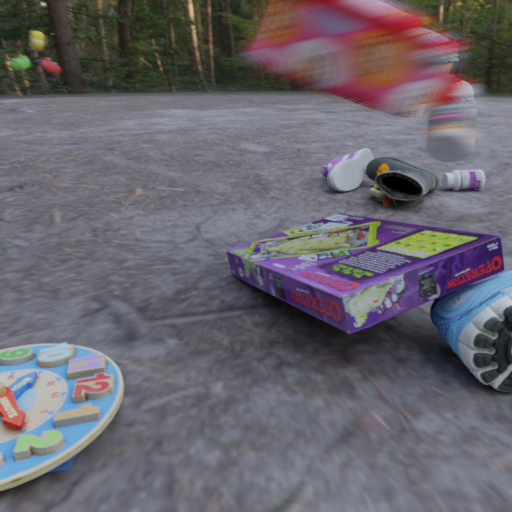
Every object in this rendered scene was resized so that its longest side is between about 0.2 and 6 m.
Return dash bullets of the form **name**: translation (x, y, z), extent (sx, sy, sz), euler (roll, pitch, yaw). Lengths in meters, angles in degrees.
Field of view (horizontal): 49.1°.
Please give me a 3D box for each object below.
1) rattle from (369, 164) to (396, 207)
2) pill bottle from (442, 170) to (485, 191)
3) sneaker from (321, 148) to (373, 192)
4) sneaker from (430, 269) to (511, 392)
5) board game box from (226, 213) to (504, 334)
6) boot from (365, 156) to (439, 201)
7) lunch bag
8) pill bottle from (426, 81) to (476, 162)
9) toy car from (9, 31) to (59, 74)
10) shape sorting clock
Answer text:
- **rattle**: translation (3.020, -1.599, 12.801), extent (0.721, 0.791, 1.107), euler (28, 15, 4)
- **pill bottle**: translation (5.107, -1.860, 13.841), extent (0.916, 0.514, 0.514), euler (-2, 20, -3)
- **sneaker**: translation (2.102, -2.079, 14.411), extent (1.210, 0.769, 2.122), euler (-10, 16, 38)
- **sneaker**: translation (3.539, 0.464, 6.460), extent (3.337, 1.308, 1.501), euler (-6, 18, -16)
- **board game box**: translation (1.141, 0.039, 7.383), extent (2.096, 0.564, 3.493), euler (-14, 13, -19)
- **boot**: translation (3.182, -1.780, 13.061), extent (2.012, 0.803, 2.213), euler (14, 24, 29)
- **lunch bag**: translation (1.342, -2.387, 6.584), extent (2.355, 1.095, 2.673), euler (24, 26, 4)
- **pill bottle**: translation (2.916, -2.022, 8.342), extent (0.670, 0.670, 1.152), euler (6, 60, 15)
- **toy car**: translation (-4.284, -3.742, 10.691), extent (0.824, 0.875, 0.195), euler (-28, 45, -11)
- **shape sorting clock**: translation (-2.353, 1.373, 5.158), extent (2.223, 0.436, 2.223), euler (0, 20, 0)
